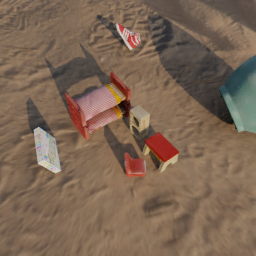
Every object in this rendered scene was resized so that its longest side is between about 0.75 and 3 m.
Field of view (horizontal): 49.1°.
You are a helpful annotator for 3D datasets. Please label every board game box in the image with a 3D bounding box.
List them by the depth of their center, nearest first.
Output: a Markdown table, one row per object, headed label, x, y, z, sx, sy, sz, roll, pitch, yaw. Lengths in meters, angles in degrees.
| label | x | y | z | sx | sy | sz | roll | pitch | yaw |
| --- | --- | --- | --- | --- | --- | --- | --- | --- | --- |
| board game box | -1.945 | 0.531 | 6.754 | 0.169 | 0.665 | 0.988 | -28 | 53 | 9 |

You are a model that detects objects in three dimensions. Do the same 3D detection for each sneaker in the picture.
| label | x | y | z | sx | sy | sz | roll | pitch | yaw |
| --- | --- | --- | --- | --- | --- | --- | --- | --- | --- |
| sneaker | 0.039 | -3.193 | 9.419 | 0.555 | 0.987 | 0.352 | -30 | 8 | 23 |

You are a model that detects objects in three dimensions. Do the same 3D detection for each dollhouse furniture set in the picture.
| label | x | y | z | sx | sy | sz | roll | pitch | yaw |
| --- | --- | --- | --- | --- | --- | --- | --- | --- | --- |
| dollhouse furniture set | -0.176 | -0.003 | 6.877 | 1.476 | 1.115 | 2.742 | -31 | 58 | -21 |

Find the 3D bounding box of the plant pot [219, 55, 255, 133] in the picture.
| label | x | y | z | sx | sy | sz | roll | pitch | yaw |
| --- | --- | --- | --- | --- | --- | --- | --- | --- | --- |
| plant pot | 3.185 | -0.725 | 7.057 | 1.409 | 2.102 | 2.102 | -23 | 50 | 18 |
